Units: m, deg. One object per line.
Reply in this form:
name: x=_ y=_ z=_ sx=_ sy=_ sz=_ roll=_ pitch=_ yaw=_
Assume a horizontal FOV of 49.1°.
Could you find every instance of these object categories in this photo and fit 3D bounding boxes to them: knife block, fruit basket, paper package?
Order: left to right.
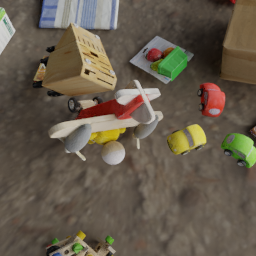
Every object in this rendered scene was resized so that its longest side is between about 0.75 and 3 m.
knife block: x=-1.635 y=-1.283 z=7.406 sx=0.916 sy=2.514 sz=2.864 roll=18 pitch=35 yaw=-36
fruit basket: x=1.093 y=-2.245 z=9.184 sx=1.565 sy=0.734 sz=1.450 roll=33 pitch=71 yaw=29
paper package: x=4.562 y=-2.714 z=8.493 sx=2.949 sy=1.526 sz=2.811 roll=14 pitch=66 yaw=21

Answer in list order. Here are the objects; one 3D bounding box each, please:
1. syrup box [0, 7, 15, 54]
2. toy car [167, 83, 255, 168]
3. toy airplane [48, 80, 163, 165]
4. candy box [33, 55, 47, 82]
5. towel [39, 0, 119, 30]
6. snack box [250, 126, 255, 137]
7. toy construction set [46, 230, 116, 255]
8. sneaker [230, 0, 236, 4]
syrup box: x=-4.919 y=-2.588 z=8.991 sx=1.129 sy=1.091 sz=2.772 roll=17 pitch=69 yaw=7
toy car: x=2.206 y=0.117 z=6.473 sx=2.073 sy=0.491 sz=2.203 roll=37 pitch=65 yaw=0
toy airplane: x=-0.337 y=-0.045 z=7.133 sx=2.760 sy=2.748 sz=1.948 roll=-9 pitch=89 yaw=1
candy box: x=-2.606 y=-1.845 z=9.129 sx=0.576 sy=0.276 sz=0.998 roll=13 pitch=69 yaw=6
towel: x=-1.708 y=-4.415 z=10.175 sx=2.811 sy=0.335 sz=2.065 roll=1 pitch=70 yaw=2
snack box: x=4.374 y=-0.110 z=8.474 sx=1.373 sy=0.167 sz=0.493 roll=-33 pitch=71 yaw=-13
toy construction set: x=-0.987 y=2.887 z=6.482 sx=1.373 sy=1.787 sz=1.490 roll=-40 pitch=81 yaw=-20
sneaker: x=3.823 y=-5.106 z=10.137 sx=2.531 sy=0.974 sz=1.075 roll=23 pitch=74 yaw=9
